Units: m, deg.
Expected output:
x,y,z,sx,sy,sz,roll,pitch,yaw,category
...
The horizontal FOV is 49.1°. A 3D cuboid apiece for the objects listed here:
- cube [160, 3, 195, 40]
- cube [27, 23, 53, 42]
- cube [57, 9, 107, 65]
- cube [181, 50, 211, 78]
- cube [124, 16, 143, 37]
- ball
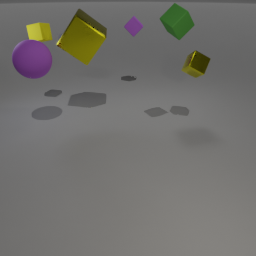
x,y,z,sx,sy,sz,roll,pitch,yaw,category
1.594,-3.445,9.083,0.700,0.700,0.700,-44,54,8,cube
-3.775,-4.070,11.982,0.700,0.700,0.700,-2,16,22,cube
-1.798,-3.651,11.211,1.400,1.400,1.400,31,26,-20,cube
2.605,-2.432,10.766,0.700,0.700,0.700,25,-8,-11,cube
0.296,-5.220,14.364,0.700,0.700,0.700,43,20,-15,cube
-3.502,-2.517,10.275,1.400,1.400,1.400,0,28,0,ball
